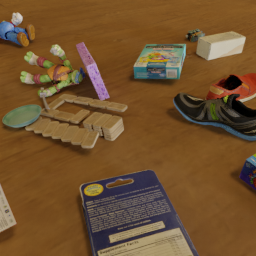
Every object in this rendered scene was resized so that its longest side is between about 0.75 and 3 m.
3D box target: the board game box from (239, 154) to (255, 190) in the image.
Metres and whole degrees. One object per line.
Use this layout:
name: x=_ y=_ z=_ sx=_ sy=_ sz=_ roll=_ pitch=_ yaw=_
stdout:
board game box: x=4.228 y=1.352 z=6.077 sx=1.887 sy=0.628 sz=2.807 roll=-22 pitch=43 yaw=-28

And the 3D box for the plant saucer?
plant saucer: x=-3.188 y=-0.336 z=8.532 sx=1.181 sy=0.212 sz=1.181 roll=-8 pitch=33 yaw=5

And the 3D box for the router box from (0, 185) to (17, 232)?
router box: x=-2.649 y=1.167 z=5.405 sx=0.329 sy=1.346 sz=1.208 roll=-24 pitch=14 yaw=-28

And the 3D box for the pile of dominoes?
pile of dominoes: x=-1.546 y=-0.180 z=8.506 sx=2.825 sy=0.450 sz=2.202 roll=12 pitch=39 yaw=29

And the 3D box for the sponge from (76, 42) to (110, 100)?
sponge: x=-1.268 y=-2.038 z=9.801 sx=0.355 sy=1.329 sz=2.382 roll=-24 pitch=36 yaw=-2

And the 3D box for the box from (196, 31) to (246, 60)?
box: x=4.158 y=-3.722 z=12.596 sx=1.964 sy=0.764 sz=0.933 roll=-16 pitch=40 yaw=-19

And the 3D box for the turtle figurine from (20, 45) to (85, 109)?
turtle figurine: x=-2.848 y=-1.983 z=9.608 sx=2.245 sy=1.666 sz=2.315 roll=13 pitch=33 yaw=26

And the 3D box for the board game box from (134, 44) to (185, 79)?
board game box: x=1.303 y=-2.670 z=11.023 sx=1.685 sy=0.524 sz=2.231 roll=4 pitch=38 yaw=15

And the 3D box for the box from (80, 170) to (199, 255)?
box: x=0.192 y=2.081 z=5.275 sx=1.776 sy=0.475 sz=2.932 roll=-10 pitch=40 yaw=-13

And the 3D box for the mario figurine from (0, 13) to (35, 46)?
mario figurine: x=-6.121 y=-4.881 z=13.385 sx=2.949 sy=1.563 sz=1.821 roll=14 pitch=16 yaw=8

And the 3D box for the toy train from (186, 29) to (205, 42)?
toy train: x=3.408 y=-4.668 z=14.148 sx=1.062 sy=0.453 sz=0.605 roll=-24 pitch=56 yaw=-31

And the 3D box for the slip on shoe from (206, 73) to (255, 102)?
slip on shoe: x=3.743 y=-1.438 z=9.579 sx=2.749 sy=0.841 sz=1.018 roll=-23 pitch=41 yaw=-29

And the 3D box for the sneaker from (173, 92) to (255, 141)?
sneaker: x=2.701 y=-0.589 z=8.200 sx=2.789 sy=1.155 sz=0.989 roll=21 pitch=41 yaw=25
